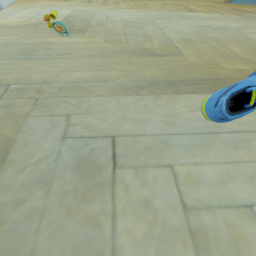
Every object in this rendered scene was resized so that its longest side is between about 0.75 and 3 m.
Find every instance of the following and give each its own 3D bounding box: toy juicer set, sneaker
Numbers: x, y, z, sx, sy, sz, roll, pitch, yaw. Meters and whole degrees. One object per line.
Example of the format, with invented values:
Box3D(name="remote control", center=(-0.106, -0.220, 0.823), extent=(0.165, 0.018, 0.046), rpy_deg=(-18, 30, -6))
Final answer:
Box3D(name="toy juicer set", center=(-2.198, -3.105, 8.718), extent=(0.697, 1.095, 0.298), rpy_deg=(2, 60, 34))
Box3D(name="sneaker", center=(1.916, -0.521, 4.173), extent=(1.651, 0.544, 0.647), rpy_deg=(-26, 8, -15))

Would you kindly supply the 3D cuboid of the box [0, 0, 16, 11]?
Box3D(name="box", center=(-3.330, -3.209, 6.152), extent=(1.403, 1.396, 1.202), rpy_deg=(-12, 39, 27))
